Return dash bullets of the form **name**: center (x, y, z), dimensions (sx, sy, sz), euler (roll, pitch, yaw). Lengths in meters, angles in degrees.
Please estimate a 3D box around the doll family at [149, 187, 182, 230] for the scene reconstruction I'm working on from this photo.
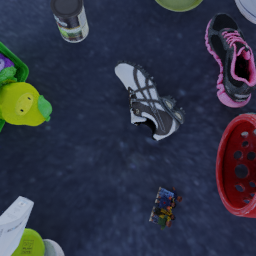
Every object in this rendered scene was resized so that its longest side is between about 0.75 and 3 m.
- **doll family**: center (0.972, 1.973, 6.967), dimensions (0.642, 0.436, 1.111), euler (17, 72, 10)

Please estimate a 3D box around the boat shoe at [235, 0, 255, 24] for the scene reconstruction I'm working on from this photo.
- **boat shoe**: center (3.744, -4.303, 8.470), dimensions (0.896, 0.818, 2.489), euler (-16, 75, -4)

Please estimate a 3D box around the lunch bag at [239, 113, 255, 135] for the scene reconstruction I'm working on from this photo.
- **lunch bag**: center (3.373, -0.034, 7.471), dimensions (0.811, 0.494, 0.691), euler (3, 75, 1)

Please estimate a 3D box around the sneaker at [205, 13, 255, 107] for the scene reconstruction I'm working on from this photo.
- **sneaker**: center (2.906, -2.068, 7.598), dimensions (1.125, 1.358, 2.848), euler (-8, 73, -1)

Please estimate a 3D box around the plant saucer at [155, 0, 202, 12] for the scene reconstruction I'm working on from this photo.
- **plant saucer**: center (1.485, -4.458, 8.608), dimensions (1.929, 0.300, 1.929), euler (0, 87, -7)

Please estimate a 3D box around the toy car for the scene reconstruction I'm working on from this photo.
- **toy car**: center (-2.721, 3.338, 6.006), dimensions (1.824, 2.129, 2.433), euler (1, 73, 39)

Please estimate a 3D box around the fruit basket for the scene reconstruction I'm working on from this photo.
- **fruit basket**: center (-3.287, -0.813, 7.145), dimensions (2.595, 1.871, 2.595), euler (-6, 68, 15)

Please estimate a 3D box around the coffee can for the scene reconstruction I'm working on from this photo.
- **coffee can**: center (-1.619, -3.131, 7.958), dimensions (0.867, 1.185, 0.867), euler (0, 75, 0)

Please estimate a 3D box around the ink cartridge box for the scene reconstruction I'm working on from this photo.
- **ink cartridge box**: center (-2.131, 1.949, 4.610), dimensions (0.326, 1.380, 1.105), euler (25, 109, -1)

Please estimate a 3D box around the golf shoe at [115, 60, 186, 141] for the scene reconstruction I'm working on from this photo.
- **golf shoe**: center (0.330, -0.750, 7.440), dimensions (1.163, 0.957, 2.462), euler (-42, 78, -10)

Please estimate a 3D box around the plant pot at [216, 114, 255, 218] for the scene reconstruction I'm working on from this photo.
- **plant pot**: center (3.379, 0.929, 6.297), dimensions (2.055, 2.256, 2.256), euler (9, 75, -4)
